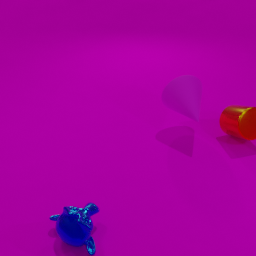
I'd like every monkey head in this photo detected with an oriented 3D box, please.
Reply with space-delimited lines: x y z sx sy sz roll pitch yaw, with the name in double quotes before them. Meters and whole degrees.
"monkey head" -0.952 1.858 5.450 1.167 0.703 0.840 32 23 21

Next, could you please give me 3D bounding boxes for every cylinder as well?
"cylinder" 3.228 -0.174 7.914 0.917 0.917 0.917 -9 11 -14

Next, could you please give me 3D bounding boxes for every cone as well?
"cone" 1.731 -0.596 7.850 1.268 1.268 1.273 -7 45 -10
